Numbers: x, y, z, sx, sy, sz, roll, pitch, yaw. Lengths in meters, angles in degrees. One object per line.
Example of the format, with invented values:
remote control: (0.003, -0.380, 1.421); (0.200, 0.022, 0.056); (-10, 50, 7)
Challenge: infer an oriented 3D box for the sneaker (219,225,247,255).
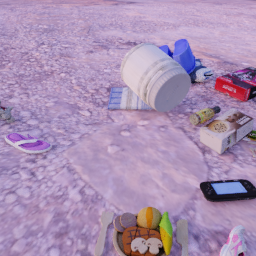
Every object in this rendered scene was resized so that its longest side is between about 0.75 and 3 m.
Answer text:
sneaker: (2.400, 2.611, 6.178); (0.457, 0.422, 1.037); (24, 48, 31)

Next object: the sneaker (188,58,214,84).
sneaker: (3.834, -2.964, 14.636); (1.501, 0.826, 2.050); (23, 38, 28)

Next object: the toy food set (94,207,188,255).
toy food set: (0.337, 2.404, 6.436); (2.144, 0.430, 1.480); (3, 32, 6)

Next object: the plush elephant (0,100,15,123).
plush elephant: (-4.796, -0.608, 10.937); (0.753, 0.801, 0.973); (1, 59, 27)

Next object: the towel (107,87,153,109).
towel: (0.505, -1.309, 12.466); (2.684, 0.319, 1.971); (0, 34, 3)

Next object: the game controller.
game controller: (2.755, 1.693, 7.682); (1.508, 0.318, 0.787); (-2, 33, -5)

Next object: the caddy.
caddy: (2.455, -3.428, 14.687); (2.046, 1.519, 2.894); (-14, 32, 22)

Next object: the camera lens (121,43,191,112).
camera lens: (1.026, -2.065, 11.224); (1.979, 1.979, 2.474); (-19, 50, -28)

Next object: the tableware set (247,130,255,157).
tableware set: (4.724, 0.466, 9.618); (1.146, 0.261, 1.701); (7, 34, 6)

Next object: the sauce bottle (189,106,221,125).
sauce bottle: (3.094, -0.548, 11.085); (1.484, 0.480, 0.480); (-23, 39, -30)

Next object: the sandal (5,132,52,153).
sandal: (-3.478, 0.434, 9.551); (1.825, 0.448, 0.742); (12, 34, 18)

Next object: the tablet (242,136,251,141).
tablet: (3.992, 0.178, 10.317); (1.048, 0.072, 0.682); (15, 35, 21)

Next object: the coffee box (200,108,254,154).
coffee box: (3.425, 0.081, 9.702); (1.659, 0.662, 0.937); (-28, 41, -22)

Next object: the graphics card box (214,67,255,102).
graphics card box: (5.736, -2.163, 13.455); (2.730, 0.694, 1.713); (-19, 36, -29)
